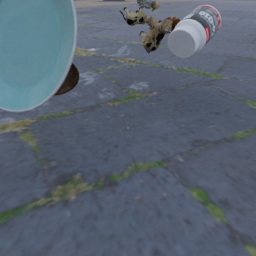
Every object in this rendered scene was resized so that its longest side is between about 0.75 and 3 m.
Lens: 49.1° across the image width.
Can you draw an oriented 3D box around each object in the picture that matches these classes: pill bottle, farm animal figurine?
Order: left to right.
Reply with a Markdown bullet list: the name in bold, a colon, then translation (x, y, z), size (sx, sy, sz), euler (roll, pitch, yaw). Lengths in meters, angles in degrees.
- **farm animal figurine**: translation (0.846, -3.402, 8.843), size (1.639, 2.030, 1.021), euler (-26, 54, 16)
- **pill bottle**: translation (2.065, -2.981, 8.680), size (1.064, 1.064, 1.869), euler (18, 48, 29)

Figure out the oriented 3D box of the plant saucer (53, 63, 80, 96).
- **plant saucer**: translation (-1.727, -1.211, 6.245), size (1.264, 1.264, 0.231), euler (-5, 55, -9)

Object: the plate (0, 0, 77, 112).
- **plate**: translation (-1.460, -1.212, 3.793), size (2.005, 2.005, 0.256), euler (15, 10, 24)
